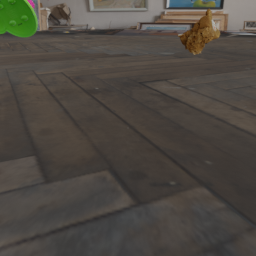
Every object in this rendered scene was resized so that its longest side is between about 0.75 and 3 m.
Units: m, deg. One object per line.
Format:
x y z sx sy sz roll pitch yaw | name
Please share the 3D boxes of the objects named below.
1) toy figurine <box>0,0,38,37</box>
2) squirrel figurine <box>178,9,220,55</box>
-1.656 -2.008 4.407 1.058 0.794 0.974 -6 47 33 | toy figurine
1.988 -2.684 8.167 1.075 0.815 1.151 -14 38 36 | squirrel figurine
